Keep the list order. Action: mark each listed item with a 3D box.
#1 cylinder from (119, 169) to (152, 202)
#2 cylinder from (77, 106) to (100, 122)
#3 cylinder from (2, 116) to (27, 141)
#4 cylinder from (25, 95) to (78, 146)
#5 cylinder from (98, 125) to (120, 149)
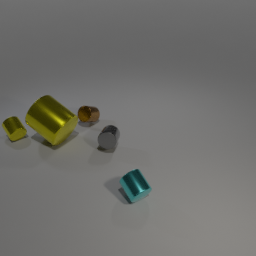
[{"bbox_3d":[0.217,1.657,8.063,0.700,0.700,0.700,-19,61,-30],"label":"cylinder"},{"bbox_3d":[-1.673,-0.591,11.946,0.700,0.700,0.700,15,8,25],"label":"cylinder"},{"bbox_3d":[-4.439,0.020,10.950,0.700,0.700,0.700,-25,66,-37],"label":"cylinder"},{"bbox_3d":[-2.842,-0.289,10.519,1.400,1.400,1.400,37,39,8],"label":"cylinder"},{"bbox_3d":[-0.693,0.329,10.270,0.700,0.700,0.700,5,22,8],"label":"cylinder"}]
